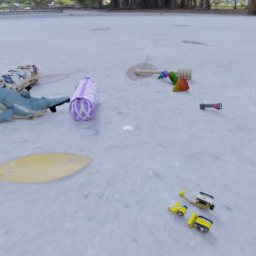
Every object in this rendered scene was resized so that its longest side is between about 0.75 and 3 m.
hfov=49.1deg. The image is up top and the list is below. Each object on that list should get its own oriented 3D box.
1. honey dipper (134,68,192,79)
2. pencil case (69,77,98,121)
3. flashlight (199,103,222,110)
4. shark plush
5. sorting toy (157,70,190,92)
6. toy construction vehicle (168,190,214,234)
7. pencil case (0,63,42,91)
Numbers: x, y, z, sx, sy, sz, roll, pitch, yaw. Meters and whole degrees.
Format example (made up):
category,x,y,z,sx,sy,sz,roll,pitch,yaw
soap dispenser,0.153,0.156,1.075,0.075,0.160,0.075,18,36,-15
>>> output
category,x,y,z,sx,sy,sz,roll,pitch,yaw
honey dipper,1.758,-2.822,14.332,2.976,0.565,0.565,5,28,16
pencil case,-1.620,-1.143,10.560,0.972,0.990,2.315,4,28,-5
flashlight,3.127,-0.815,10.577,0.803,0.272,0.273,1,16,38
shark plush,-3.570,-0.916,9.875,2.885,1.202,1.311,5,28,9
sorting toy,1.989,-2.152,13.084,0.707,0.712,2.053,-32,37,-9
toy construction vehicle,1.382,1.729,5.856,0.950,0.335,0.827,16,42,33
pencil case,-4.940,-2.140,12.430,1.161,1.010,2.597,23,32,7
